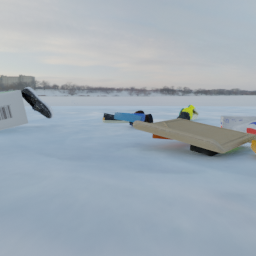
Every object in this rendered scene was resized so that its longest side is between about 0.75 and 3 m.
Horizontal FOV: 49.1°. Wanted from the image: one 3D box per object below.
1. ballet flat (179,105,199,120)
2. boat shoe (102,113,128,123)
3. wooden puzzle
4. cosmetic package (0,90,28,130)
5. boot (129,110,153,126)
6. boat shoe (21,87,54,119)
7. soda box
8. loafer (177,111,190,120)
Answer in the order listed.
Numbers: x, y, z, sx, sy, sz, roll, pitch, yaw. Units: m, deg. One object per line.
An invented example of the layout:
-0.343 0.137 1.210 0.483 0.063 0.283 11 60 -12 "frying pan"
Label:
2.878 -0.647 12.868 0.680 0.678 2.029 25 17 18 "ballet flat"
-0.336 -0.410 10.916 1.333 0.415 0.497 1 4 -8 "boat shoe"
1.227 0.134 4.954 1.911 0.331 2.833 -1 13 -42 "wooden puzzle"
-3.880 -0.502 8.154 1.254 0.988 2.330 -18 15 -32 "cosmetic package"
0.245 -0.216 8.830 0.725 0.559 1.496 -10 -7 23 "boot"
-2.982 -0.765 9.132 0.456 1.305 0.432 -32 11 34 "boat shoe"
3.089 -0.062 6.944 1.483 0.471 0.506 1 6 11 "soda box"
2.100 -0.410 10.679 0.433 0.447 1.274 3 6 25 "loafer"
